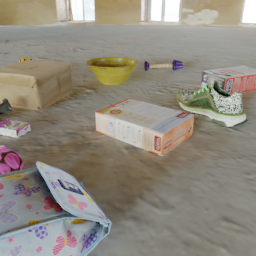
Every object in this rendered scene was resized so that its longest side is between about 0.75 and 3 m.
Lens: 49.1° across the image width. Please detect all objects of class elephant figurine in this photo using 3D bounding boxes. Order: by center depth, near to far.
[{"bbox_3d":[-4.431,-0.634,9.611,0.794,0.616,0.562,-23,75,-22],"label":"elephant figurine"}]

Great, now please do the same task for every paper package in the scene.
[{"bbox_3d":[-3.782,-1.797,11.070,2.392,1.298,2.509,9,27,18],"label":"paper package"}]

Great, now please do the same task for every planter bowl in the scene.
[{"bbox_3d":[-0.736,-2.655,13.293,2.433,1.013,2.433,-1,25,0],"label":"planter bowl"}]

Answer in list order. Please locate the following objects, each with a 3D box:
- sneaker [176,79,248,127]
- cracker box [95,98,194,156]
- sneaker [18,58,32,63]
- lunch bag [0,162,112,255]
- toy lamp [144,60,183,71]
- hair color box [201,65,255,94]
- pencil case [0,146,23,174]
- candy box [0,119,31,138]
[{"bbox_3d":[2.824,-1.093,9.538,1.112,1.282,2.893,-16,29,-31],"label":"sneaker"},{"bbox_3d":[0.456,-0.132,8.144,2.415,0.697,1.618,18,30,36],"label":"cracker box"},{"bbox_3d":[-5.063,-3.081,14.167,0.992,1.046,2.547,-16,29,-30],"label":"sneaker"},{"bbox_3d":[-1.406,1.336,4.421,1.851,1.177,1.570,-7,25,-29],"label":"lunch bag"},{"bbox_3d":[1.989,-3.502,15.649,2.119,0.617,0.617,0,25,-3],"label":"toy lamp"},{"bbox_3d":[4.699,-2.141,12.408,2.584,0.826,1.433,-11,27,-26],"label":"hair color box"},{"bbox_3d":[-2.783,0.993,5.675,0.685,0.708,1.510,-5,24,9],"label":"pencil case"},{"bbox_3d":[-3.457,0.005,8.364,0.880,0.268,0.600,10,26,19],"label":"candy box"}]
